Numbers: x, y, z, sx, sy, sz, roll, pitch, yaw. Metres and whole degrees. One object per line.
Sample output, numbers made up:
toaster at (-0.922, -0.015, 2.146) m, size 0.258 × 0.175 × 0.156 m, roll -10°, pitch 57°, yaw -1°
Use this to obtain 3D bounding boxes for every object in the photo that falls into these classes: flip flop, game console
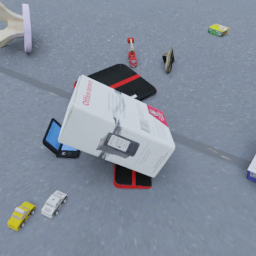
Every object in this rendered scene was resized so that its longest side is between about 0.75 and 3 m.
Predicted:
flip flop at (1.752, -3.067, 12.484) m, size 0.495 × 0.697 × 1.719 m, roll 0°, pitch 47°, yaw 21°
game console at (0.132, 1.253, 8.284) m, size 1.092 × 0.192 × 1.235 m, roll 3°, pitch 44°, yaw -3°
game console at (-2.003, 0.303, 8.881) m, size 1.028 × 0.680 × 1.169 m, roll 3°, pitch 44°, yaw 4°
game console at (-0.567, -1.539, 11.067) m, size 2.680 × 0.416 × 2.370 m, roll -29°, pitch 56°, yaw -26°

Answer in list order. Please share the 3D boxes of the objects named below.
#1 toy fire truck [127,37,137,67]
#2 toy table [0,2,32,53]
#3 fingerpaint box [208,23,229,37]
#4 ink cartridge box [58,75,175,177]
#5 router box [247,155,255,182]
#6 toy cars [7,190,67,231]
toy fire truck at (0.180, -3.419, 12.593) m, size 0.307 × 0.889 × 1.261 m, roll -5°, pitch 44°, yaw -4°
toy table at (-5.396, -4.734, 13.037) m, size 1.586 × 2.490 × 2.709 m, roll -2°, pitch 47°, yaw -21°
fingerpaint box at (4.796, -5.186, 14.847) m, size 0.831 × 0.305 × 0.693 m, roll 34°, pitch 54°, yaw 29°
ink cartridge box at (-0.330, -0.096, 7.823) m, size 2.834 × 1.182 × 2.058 m, roll 23°, pitch 27°, yaw -16°
router box at (4.788, 0.982, 7.730) m, size 2.216 × 0.541 × 1.989 m, roll 23°, pitch 63°, yaw 32°
toy cars at (-2.344, 2.069, 7.279) m, size 1.610 × 0.357 × 0.722 m, roll -17°, pitch 47°, yaw -17°
